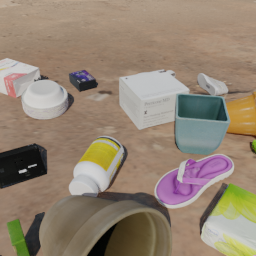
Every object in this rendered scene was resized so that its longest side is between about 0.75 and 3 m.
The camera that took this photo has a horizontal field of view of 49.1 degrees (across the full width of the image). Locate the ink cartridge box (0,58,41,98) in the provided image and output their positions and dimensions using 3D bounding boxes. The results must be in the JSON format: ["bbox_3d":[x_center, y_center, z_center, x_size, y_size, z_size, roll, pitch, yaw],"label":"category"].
[{"bbox_3d":[-5.913,-2.563,13.736,2.879,0.972,1.677,19,39,25],"label":"ink cartridge box"}]

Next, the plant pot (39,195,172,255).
[{"bbox_3d":[-0.705,2.448,5.758,2.486,2.486,2.157,-29,28,-35],"label":"plant pot"}]

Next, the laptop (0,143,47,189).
[{"bbox_3d":[-3.574,1.174,9.215,1.417,0.826,1.599,-17,64,-21],"label":"laptop"}]

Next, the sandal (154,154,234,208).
[{"bbox_3d":[1.988,1.344,8.404,2.965,0.729,1.206,-23,41,-29],"label":"sandal"}]

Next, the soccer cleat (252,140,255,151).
[{"bbox_3d":[5.447,0.611,9.460,2.391,0.807,0.969,1,18,-1],"label":"soccer cleat"}]

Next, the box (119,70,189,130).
[{"bbox_3d":[0.991,-1.236,11.468,2.133,1.401,2.144,-14,37,-19],"label":"box"}]

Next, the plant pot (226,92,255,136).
[{"bbox_3d":[4.346,-0.434,10.316,1.571,1.716,1.716,-7,33,18],"label":"plant pot"}]

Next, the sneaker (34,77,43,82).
[{"bbox_3d":[-3.940,-1.916,12.883,1.273,0.891,0.495,23,42,29],"label":"sneaker"}]

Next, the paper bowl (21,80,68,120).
[{"bbox_3d":[-3.486,-1.300,11.737,1.885,0.980,1.885,3,43,-3],"label":"paper bowl"}]

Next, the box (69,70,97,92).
[{"bbox_3d":[-2.258,-2.353,13.858,0.918,0.513,1.301,-22,41,-24],"label":"box"}]

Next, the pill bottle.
[{"bbox_3d":[-0.922,1.196,8.294,1.106,1.106,1.975,11,37,16],"label":"pill bottle"}]

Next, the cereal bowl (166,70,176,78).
[{"bbox_3d":[1.793,-2.391,13.440,0.983,0.983,0.409,-28,66,-34],"label":"cereal bowl"}]

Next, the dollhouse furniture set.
[{"bbox_3d":[-3.415,2.988,5.848,2.577,0.995,1.288,-17,38,-23],"label":"dollhouse furniture set"}]

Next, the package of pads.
[{"bbox_3d":[3.129,2.521,6.703,2.293,0.782,1.772,23,40,30],"label":"package of pads"}]

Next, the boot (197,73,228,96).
[{"bbox_3d":[4.083,-2.099,13.509,0.808,0.622,1.692,-6,43,-20],"label":"boot"}]

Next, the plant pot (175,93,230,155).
[{"bbox_3d":[2.360,-0.024,9.531,1.636,1.671,1.640,6,36,6],"label":"plant pot"}]
